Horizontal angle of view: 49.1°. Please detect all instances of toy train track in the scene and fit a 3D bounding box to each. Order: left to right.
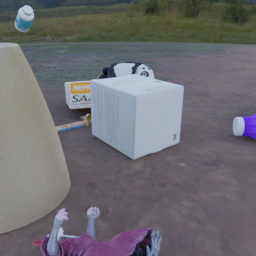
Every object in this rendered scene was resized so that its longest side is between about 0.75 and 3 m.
[{"bbox_3d":[-1.665,-0.266,9.456,2.584,0.420,1.482,-16,26,-34],"label":"toy train track"}]

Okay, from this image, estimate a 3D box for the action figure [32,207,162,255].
[{"bbox_3d":[-0.505,1.796,3.791,1.907,1.420,1.277,-9,-15,29],"label":"action figure"}]

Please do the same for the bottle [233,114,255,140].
[{"bbox_3d":[4.388,-0.022,8.295,2.369,0.773,0.990,2,23,4],"label":"bottle"}]

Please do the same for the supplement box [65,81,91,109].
[{"bbox_3d":[-1.583,-1.355,10.984,1.638,0.956,2.599,-5,11,-14],"label":"supplement box"}]

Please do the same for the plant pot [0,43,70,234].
[{"bbox_3d":[-2.635,-0.058,5.370,2.771,2.959,2.771,-1,21,0],"label":"plant pot"}]

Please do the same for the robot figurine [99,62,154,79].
[{"bbox_3d":[-0.036,-2.226,12.926,2.494,1.874,1.556,6,2,16],"label":"robot figurine"}]

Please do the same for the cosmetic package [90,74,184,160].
[{"bbox_3d":[0.199,-0.454,8.052,1.764,1.753,2.108,-16,27,-36],"label":"cosmetic package"}]

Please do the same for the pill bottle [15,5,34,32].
[{"bbox_3d":[-3.454,-3.668,9.377,0.499,0.499,0.900,-17,-9,-38],"label":"pill bottle"}]
